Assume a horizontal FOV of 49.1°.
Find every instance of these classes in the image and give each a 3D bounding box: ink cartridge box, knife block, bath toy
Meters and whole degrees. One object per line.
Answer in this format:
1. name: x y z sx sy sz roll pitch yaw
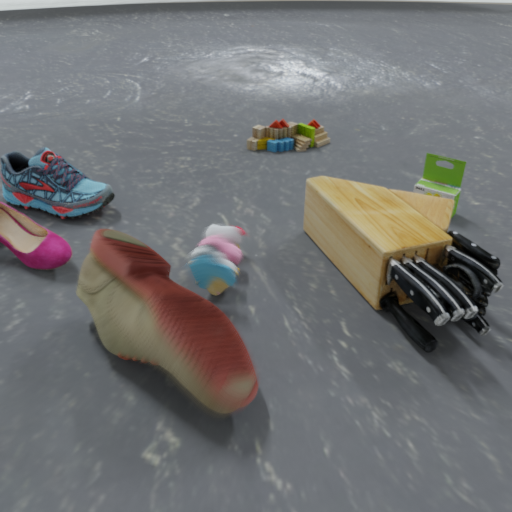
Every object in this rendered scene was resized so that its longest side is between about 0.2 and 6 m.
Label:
1. ink cartridge box: 3.808 -1.455 11.761 0.885 1.198 0.454 21 39 28
2. knife block: 2.132 0.063 9.431 3.726 1.192 3.271 14 35 19
3. bath toy: -0.594 -0.021 9.915 0.722 0.849 1.953 -17 21 12

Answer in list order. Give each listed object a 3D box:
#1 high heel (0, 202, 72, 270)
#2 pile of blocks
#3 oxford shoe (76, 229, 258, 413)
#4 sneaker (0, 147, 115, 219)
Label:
1. high heel: -4.336 -0.503 10.250 2.328 1.117 0.784 26 63 35
2. pile of blocks: 0.885 -3.264 14.957 2.298 0.714 0.943 -11 35 -15
3. oxford shoe: -1.397 1.098 8.098 1.287 1.366 3.653 12 24 -51
4. sneaker: -4.341 -1.607 11.900 2.709 1.294 1.074 9 34 13
